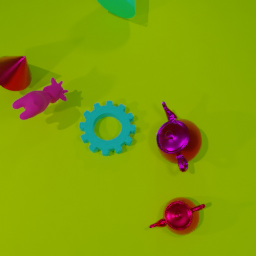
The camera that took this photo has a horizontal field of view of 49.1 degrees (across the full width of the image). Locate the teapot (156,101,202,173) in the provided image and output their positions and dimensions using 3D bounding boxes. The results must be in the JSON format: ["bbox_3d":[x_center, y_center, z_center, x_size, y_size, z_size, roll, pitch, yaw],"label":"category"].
[{"bbox_3d":[1.316,0.247,7.730,1.292,1.018,2.078,-23,62,26],"label":"teapot"}]

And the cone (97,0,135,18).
[{"bbox_3d":[-0.128,-4.682,9.153,1.475,1.475,1.480,25,87,9],"label":"cone"}]

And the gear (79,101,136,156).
[{"bbox_3d":[-0.604,0.003,8.341,1.636,0.303,1.636,0,70,0],"label":"gear"}]

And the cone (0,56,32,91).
[{"bbox_3d":[-3.199,-1.835,8.191,1.177,1.182,1.177,15,66,-35],"label":"cone"}]

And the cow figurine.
[{"bbox_3d":[-2.357,-0.813,7.735,1.390,1.412,0.775,-30,102,-3],"label":"cow figurine"}]

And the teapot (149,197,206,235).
[{"bbox_3d":[1.286,2.280,7.219,1.542,0.755,0.959,-26,65,12],"label":"teapot"}]
